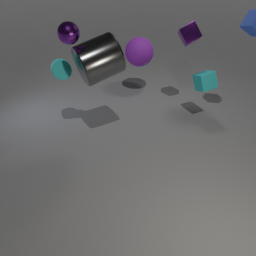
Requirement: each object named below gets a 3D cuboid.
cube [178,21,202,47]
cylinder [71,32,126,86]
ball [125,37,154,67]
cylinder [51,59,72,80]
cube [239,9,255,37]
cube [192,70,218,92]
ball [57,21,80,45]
[{"bbox_3d":[2.545,-3.873,11.563,0.700,0.700,0.700,-29,6,8],"label":"cube"},{"bbox_3d":[-0.999,-2.325,9.496,1.400,1.400,1.400,-27,39,-12],"label":"cylinder"},{"bbox_3d":[0.552,-3.723,13.705,1.400,1.400,1.400,0,32,0],"label":"ball"},{"bbox_3d":[-2.450,-2.157,10.272,0.700,0.700,0.700,-10,21,-16],"label":"cylinder"},{"bbox_3d":[4.670,-3.814,10.173,0.700,0.700,0.700,26,9,-21],"label":"cube"},{"bbox_3d":[3.203,-1.951,11.631,0.700,0.700,0.700,-20,18,-13],"label":"cube"},{"bbox_3d":[-1.860,-2.968,8.762,0.700,0.700,0.700,0,32,0],"label":"ball"}]
